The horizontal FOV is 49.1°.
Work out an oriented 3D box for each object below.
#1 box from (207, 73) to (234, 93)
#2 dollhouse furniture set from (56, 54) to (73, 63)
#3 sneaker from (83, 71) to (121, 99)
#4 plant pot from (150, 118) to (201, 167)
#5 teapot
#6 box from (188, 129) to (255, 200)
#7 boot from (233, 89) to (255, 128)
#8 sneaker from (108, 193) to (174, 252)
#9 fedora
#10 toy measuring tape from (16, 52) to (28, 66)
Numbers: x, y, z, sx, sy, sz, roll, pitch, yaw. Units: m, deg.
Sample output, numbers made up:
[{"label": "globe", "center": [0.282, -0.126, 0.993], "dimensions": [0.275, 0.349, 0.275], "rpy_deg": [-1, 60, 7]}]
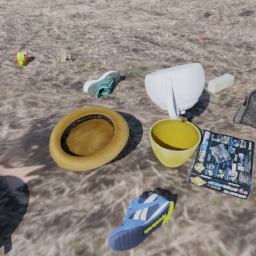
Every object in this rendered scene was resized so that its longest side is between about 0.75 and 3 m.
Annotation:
[{"label": "box", "center": [4.527, -2.180, 13.639], "dimensions": [1.334, 0.548, 0.456], "rpy_deg": [-22, 44, -26]}, {"label": "dollhouse furniture set", "center": [-3.633, -3.933, 15.917], "dimensions": [0.905, 0.469, 0.401], "rpy_deg": [9, 1, 10]}, {"label": "sneaker", "center": [-1.072, -2.004, 13.390], "dimensions": [2.056, 0.798, 0.938], "rpy_deg": [-33, 61, -25]}, {"label": "plant pot", "center": [1.576, 0.641, 9.736], "dimensions": [1.697, 1.205, 1.697], "rpy_deg": [0, 40, 0]}, {"label": "teapot", "center": [1.489, -1.103, 8.581], "dimensions": [1.964, 1.434, 1.938], "rpy_deg": [-19, 14, -23]}, {"label": "box", "center": [3.273, 1.142, 9.641], "dimensions": [1.895, 0.548, 2.384], "rpy_deg": [14, 42, 16]}, {"label": "boot", "center": [5.722, -0.450, 11.456], "dimensions": [2.182, 0.868, 2.507], "rpy_deg": [28, 54, 25]}, {"label": "sneaker", "center": [0.266, 2.560, 7.809], "dimensions": [2.211, 0.817, 0.909], "rpy_deg": [-24, 41, -34]}, {"label": "fedora", "center": [-1.297, 0.503, 9.788], "dimensions": [2.789, 1.137, 2.789], "rpy_deg": [-3, 51, 3]}, {"label": "toy measuring tape", "center": [-5.992, -4.116, 15.887], "dimensions": [0.672, 0.672, 1.825], "rpy_deg": [-7, 40, -9]}]
